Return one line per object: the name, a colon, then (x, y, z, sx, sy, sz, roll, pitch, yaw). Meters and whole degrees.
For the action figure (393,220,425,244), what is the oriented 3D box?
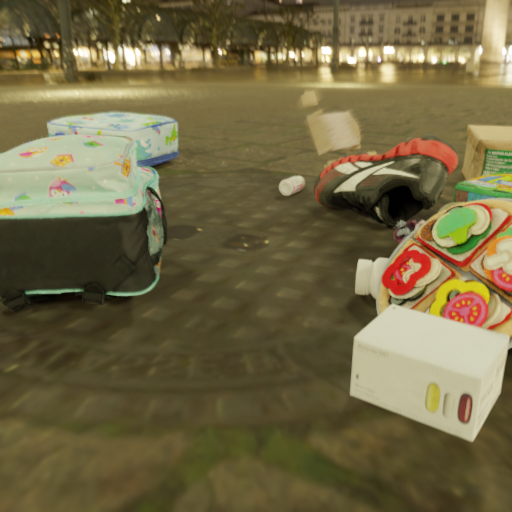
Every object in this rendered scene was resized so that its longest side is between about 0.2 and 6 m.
action figure: (2.151, -0.092, 7.213, 0.579, 0.864, 0.643, -47, 13, -31)

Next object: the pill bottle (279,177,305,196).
pill bottle: (0.770, -1.485, 11.803, 0.332, 0.332, 0.586, 14, 25, 32)

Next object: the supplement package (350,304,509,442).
supplement package: (1.517, 0.969, 4.936, 1.098, 0.609, 0.855, 14, 24, 33)

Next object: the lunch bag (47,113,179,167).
lunch bag: (-3.708, -2.978, 14.476, 2.956, 1.219, 2.376, 9, 21, 23)

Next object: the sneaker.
sneaker: (2.032, -1.124, 9.717, 2.818, 1.377, 0.996, -8, -36, 46)

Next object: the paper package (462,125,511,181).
paper package: (5.880, -2.147, 12.354, 2.279, 1.179, 2.172, 5, 21, 11)

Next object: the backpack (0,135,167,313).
backpack: (-2.298, -0.573, 7.261, 2.231, 1.946, 2.538, -6, 14, -1)

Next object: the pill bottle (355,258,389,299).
pill bottle: (1.694, 0.299, 6.834, 0.916, 0.519, 0.519, 6, 22, 15)

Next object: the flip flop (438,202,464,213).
flip flop: (3.070, -0.039, 6.094, 1.285, 0.912, 3.169, 7, 26, -16)

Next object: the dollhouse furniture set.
dollhouse furniture set: (2.160, -2.527, 11.520, 1.843, 2.161, 1.055, -17, -2, -45)

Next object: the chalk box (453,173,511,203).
chalk box: (3.691, -0.637, 8.657, 1.596, 0.996, 0.989, -18, 26, -36)

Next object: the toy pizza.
toy pizza: (2.114, 0.148, 5.769, 2.041, 0.323, 2.041, -29, 36, 24)
